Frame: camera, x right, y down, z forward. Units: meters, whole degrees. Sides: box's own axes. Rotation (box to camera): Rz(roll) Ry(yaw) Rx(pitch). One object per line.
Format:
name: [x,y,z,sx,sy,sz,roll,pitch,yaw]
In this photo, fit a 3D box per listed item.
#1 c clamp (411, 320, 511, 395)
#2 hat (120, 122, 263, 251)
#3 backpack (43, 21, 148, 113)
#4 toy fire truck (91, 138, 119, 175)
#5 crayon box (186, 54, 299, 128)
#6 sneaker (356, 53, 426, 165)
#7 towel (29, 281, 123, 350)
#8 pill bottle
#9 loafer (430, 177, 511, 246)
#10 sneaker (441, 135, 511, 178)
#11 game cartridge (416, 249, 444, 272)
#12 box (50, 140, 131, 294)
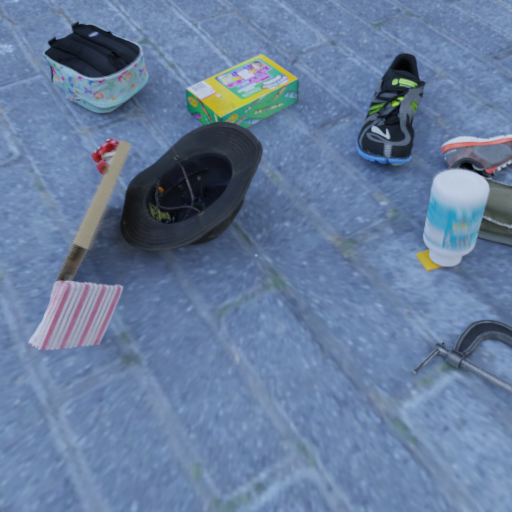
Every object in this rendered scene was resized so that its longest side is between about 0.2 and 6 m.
c clamp: [3.751,1.759,8.522,2.161,0.293,1.846,25,46,30]
hat: [-0.985,-0.987,10.119,2.905,1.172,2.905,-17,48,20]
backpack: [-3.447,-4.127,12.485,1.987,1.496,1.764,25,56,24]
toy fire truck: [-2.981,-2.015,11.238,0.592,0.205,0.839,22,58,32]
crayon box: [-0.294,-3.625,12.634,2.231,0.650,1.325,-32,58,-23]
sneaker: [2.858,-3.125,11.791,1.158,1.353,3.266,11,52,11]
towel: [-2.644,0.870,8.384,0.216,1.442,1.055,28,96,23]
pill bottle: [3.350,-0.594,9.528,0.876,1.581,0.876,-2,39,2]
loafer: [4.834,-0.842,10.100,3.342,1.164,1.257,26,56,19]
sneaker: [4.806,-1.931,11.403,2.044,0.788,0.837,-2,77,1]
game cartridge: [3.131,0.076,10.089,0.371,0.068,0.421,-15,50,-12]
box: [-2.799,-0.613,9.511,0.243,1.867,2.284,25,52,-17]
